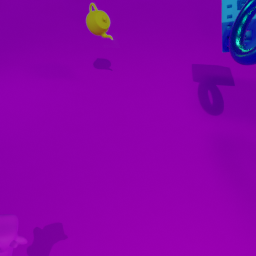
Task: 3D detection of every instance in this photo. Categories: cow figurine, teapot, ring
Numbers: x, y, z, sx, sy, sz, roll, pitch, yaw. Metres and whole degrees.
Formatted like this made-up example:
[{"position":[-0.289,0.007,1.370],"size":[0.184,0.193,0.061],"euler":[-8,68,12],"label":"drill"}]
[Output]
[{"position":[-1.658,1.537,3.564],"size":[0.541,0.985,0.969],"euler":[5,6,-33],"label":"cow figurine"},{"position":[-0.938,-3.532,9.432],"size":[0.657,1.342,0.835],"euler":[-10,23,49],"label":"teapot"},{"position":[3.075,-2.391,6.575],"size":[0.374,1.870,1.870],"euler":[14,39,-18],"label":"ring"}]

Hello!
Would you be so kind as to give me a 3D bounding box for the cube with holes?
[{"position":[3.456,-3.191,8.357],"size":[1.231,1.231,1.231],"euler":[0,63,19],"label":"cube with holes"}]
